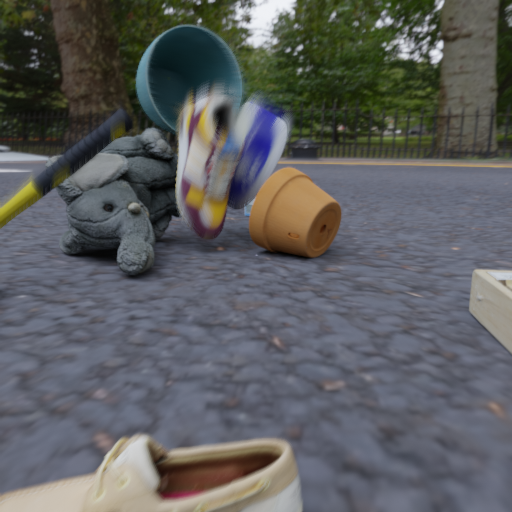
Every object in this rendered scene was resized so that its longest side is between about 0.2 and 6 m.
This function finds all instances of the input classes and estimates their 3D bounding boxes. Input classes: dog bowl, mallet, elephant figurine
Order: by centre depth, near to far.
[{"bbox_3d":[-2.736,-0.777,6.553,0.621,3.015,0.993,43,-4,24],"label":"mallet"},{"bbox_3d":[-2.398,-0.849,8.996,2.347,2.141,3.026,-26,15,31],"label":"elephant figurine"},{"bbox_3d":[-0.262,-1.813,10.185,0.719,1.826,1.826,27,1,-23],"label":"dog bowl"}]

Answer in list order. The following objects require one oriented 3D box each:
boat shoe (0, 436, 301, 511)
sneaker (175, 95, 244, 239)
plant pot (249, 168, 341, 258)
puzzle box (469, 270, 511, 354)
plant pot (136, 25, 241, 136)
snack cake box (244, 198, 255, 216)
[{"bbox_3d":[-0.526,1.118,2.679,1.507,0.521,0.556,-2,12,-9],"label":"boat shoe"},{"bbox_3d":[-0.694,-1.423,8.962,0.857,2.287,1.030,-5,0,-43],"label":"sneaker"},{"bbox_3d":[0.704,-0.603,9.020,0.988,1.412,1.412,28,26,33],"label":"plant pot"},{"bbox_3d":[4.215,0.691,4.675,4.033,0.513,2.683,1,13,2],"label":"puzzle box"},{"bbox_3d":[-1.375,-2.999,10.019,1.865,1.865,1.256,-9,10,-35],"label":"plant pot"},{"bbox_3d":[0.662,-1.382,13.993,1.106,0.646,1.923,6,13,32],"label":"snack cake box"}]
